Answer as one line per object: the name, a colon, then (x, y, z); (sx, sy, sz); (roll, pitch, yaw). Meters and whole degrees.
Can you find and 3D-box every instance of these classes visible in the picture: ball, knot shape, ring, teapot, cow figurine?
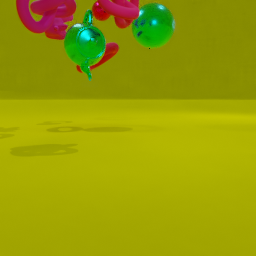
ball: (0.743, -3.019, 8.310); (1.283, 1.283, 1.283); (0, 6, 0)
knot shape: (-0.163, -2.365, 5.180); (0.581, 1.256, 1.176); (-20, 43, 19)
ring: (-0.883, -2.048, 8.193); (1.407, 0.281, 1.407); (-31, 6, 3)
teapot: (-0.769, -1.546, 5.301); (0.819, 1.317, 0.645); (-1, 7, -30)
cow figurine: (-2.062, -3.429, 8.178); (0.878, 1.599, 1.574); (7, 23, -2)
ball: (-0.942, -4.227, 10.073); (0.727, 0.727, 0.727); (0, 6, 0)
knot shape: (-1.868, -2.882, 6.461); (1.601, 0.790, 1.711); (-48, 9, -31)
